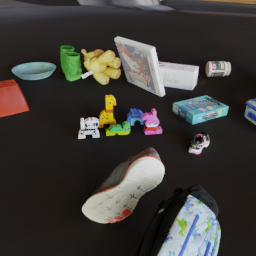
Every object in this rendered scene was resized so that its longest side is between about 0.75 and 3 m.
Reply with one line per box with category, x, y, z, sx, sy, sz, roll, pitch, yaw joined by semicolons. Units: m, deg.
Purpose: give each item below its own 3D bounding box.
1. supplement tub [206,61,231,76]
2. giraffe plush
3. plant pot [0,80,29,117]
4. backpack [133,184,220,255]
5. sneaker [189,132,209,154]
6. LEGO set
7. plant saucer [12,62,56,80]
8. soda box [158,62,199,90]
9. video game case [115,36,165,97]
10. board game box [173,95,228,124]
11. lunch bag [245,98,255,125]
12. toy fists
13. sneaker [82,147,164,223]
supplement tub;4.469;-2.941;13.931;1.056;0.741;0.741;-1;29;-1
giraffe plush;-1.416;-3.011;12.971;1.885;1.626;1.528;-14;42;-14
plant pot;-4.526;-1.190;10.539;1.143;1.007;1.142;-18;33;-28
backpack;0.674;1.989;4.343;1.380;1.465;1.795;47;45;11
sneaker;2.171;0.349;8.340;0.437;0.469;1.087;15;32;23
LEGO set;-0.300;-0.449;9.112;2.685;1.102;1.024;-4;29;-7
plant saucer;-4.706;-2.849;14.135;2.136;0.384;2.136;1;30;0
soda box;1.774;-2.485;12.975;2.758;0.878;0.939;12;31;21
video game case;0.485;-2.622;11.910;0.281;2.229;2.446;-36;42;-19
board game box;2.640;-0.699;10.299;1.587;0.372;1.198;-14;32;-23
lunch bag;4.990;-0.422;9.433;1.522;0.781;1.894;-10;30;-11
toy fists;-2.777;-3.141;13.736;0.884;1.311;2.571;-5;30;-21
sneaker;-0.074;1.162;5.734;2.098;0.809;0.859;-40;18;21
